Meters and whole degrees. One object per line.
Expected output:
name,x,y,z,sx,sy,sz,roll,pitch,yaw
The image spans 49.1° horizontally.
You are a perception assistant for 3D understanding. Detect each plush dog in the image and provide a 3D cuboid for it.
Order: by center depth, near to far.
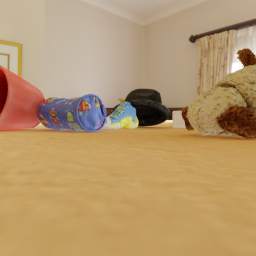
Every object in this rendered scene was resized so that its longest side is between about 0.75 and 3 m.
plush dog,2.243,-0.524,6.000,2.039,1.905,2.374,-29,12,-22

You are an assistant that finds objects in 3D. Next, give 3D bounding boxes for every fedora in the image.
fedora,0.567,-0.939,11.505,2.414,1.102,2.414,6,-23,3

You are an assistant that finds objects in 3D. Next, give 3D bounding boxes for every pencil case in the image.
pencil case,-1.757,-0.466,8.653,1.193,1.071,2.746,-22,17,-37

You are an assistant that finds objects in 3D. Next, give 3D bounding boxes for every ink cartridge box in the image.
ink cartridge box,2.550,-0.361,11.587,1.164,0.678,1.608,1,2,19

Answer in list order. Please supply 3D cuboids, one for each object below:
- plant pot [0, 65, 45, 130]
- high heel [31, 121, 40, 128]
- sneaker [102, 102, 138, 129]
plant pot,-3.905,-0.838,9.138,2.152,2.152,1.904,1,-7,25
high heel,-4.018,-0.256,10.762,1.395,0.470,0.669,-5,-10,28
sneaker,-0.382,-0.462,10.024,0.718,0.996,1.896,2,2,40
